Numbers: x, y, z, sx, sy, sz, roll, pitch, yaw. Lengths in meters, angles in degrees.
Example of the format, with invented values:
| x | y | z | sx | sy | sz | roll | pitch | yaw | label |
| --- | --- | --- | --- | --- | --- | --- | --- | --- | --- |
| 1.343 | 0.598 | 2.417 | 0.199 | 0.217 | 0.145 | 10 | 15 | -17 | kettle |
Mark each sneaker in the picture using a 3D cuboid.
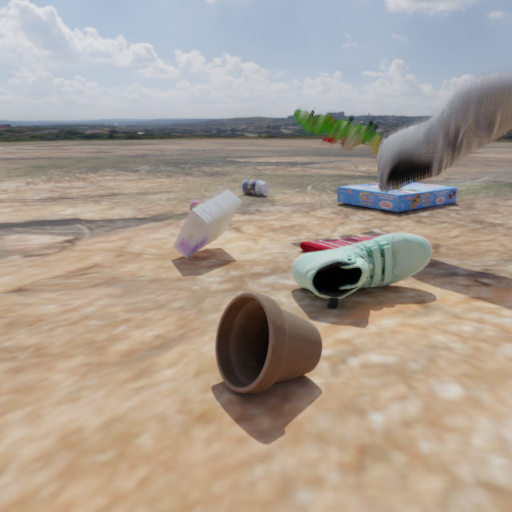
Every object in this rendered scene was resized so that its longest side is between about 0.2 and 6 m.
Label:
| x | y | z | sx | sy | sz | roll | pitch | yaw | label |
| --- | --- | --- | --- | --- | --- | --- | --- | --- | --- |
| 3.144 | -1.800 | 9.061 | 2.827 | 1.057 | 1.159 | -32 | 27 | 47 | sneaker |
| 1.492 | 0.194 | 7.207 | 1.928 | 0.710 | 1.137 | -11 | 10 | -4 | sneaker |

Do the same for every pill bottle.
| x | y | z | sx | sy | sz | roll | pitch | yaw | label |
| --- | --- | --- | --- | --- | --- | --- | --- | --- | --- |
| -0.019 | -1.960 | 16.123 | 0.753 | 0.428 | 0.428 | 11 | 18 | 37 | pill bottle |

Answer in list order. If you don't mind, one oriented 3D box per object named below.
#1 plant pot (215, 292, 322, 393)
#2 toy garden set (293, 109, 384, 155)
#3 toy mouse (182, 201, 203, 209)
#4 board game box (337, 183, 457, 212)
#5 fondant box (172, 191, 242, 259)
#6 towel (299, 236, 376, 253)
| x | y | z | sx | sy | sz | roll | pitch | yaw | label |
| --- | --- | --- | --- | --- | --- | --- | --- | --- | --- |
| 0.160 | 0.786 | 4.997 | 0.749 | 0.859 | 0.859 | 11 | 6 | -37 | plant pot |
| 1.922 | -2.529 | 11.389 | 1.905 | 0.380 | 1.588 | 6 | 33 | -26 | toy garden set |
| -1.226 | -1.227 | 13.705 | 1.124 | 0.217 | 0.999 | 8 | 16 | 27 | toy mouse |
| 3.684 | -1.594 | 14.606 | 2.554 | 0.467 | 1.932 | -12 | 19 | -38 | board game box |
| -0.811 | -0.543 | 9.392 | 0.341 | 0.845 | 1.171 | 40 | 35 | 10 | fondant box |
| 1.713 | -0.136 | 9.585 | 1.654 | 0.186 | 1.196 | -5 | 13 | -27 | towel |
